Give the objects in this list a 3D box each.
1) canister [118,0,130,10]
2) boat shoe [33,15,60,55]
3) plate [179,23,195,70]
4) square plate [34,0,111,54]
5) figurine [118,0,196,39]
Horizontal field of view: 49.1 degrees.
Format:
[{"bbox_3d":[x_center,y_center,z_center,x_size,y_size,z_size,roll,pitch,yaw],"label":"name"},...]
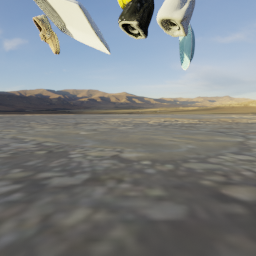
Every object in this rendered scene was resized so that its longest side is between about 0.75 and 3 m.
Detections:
[{"bbox_3d":[0.216,-4.532,9.857,0.972,0.421,0.722,-19,1,20],"label":"canister"},{"bbox_3d":[-2.490,-2.817,8.578,0.442,1.369,0.488,-22,-12,-28],"label":"boat shoe"},{"bbox_3d":[1.863,-2.598,8.763,0.196,1.537,1.537,-2,4,-2],"label":"plate"},{"bbox_3d":[-1.530,-2.928,7.459,2.068,0.294,2.049,30,-5,24],"label":"square plate"},{"bbox_3d":[0.673,-2.395,4.955,1.491,1.454,0.642,14,-9,43],"label":"figurine"}]
